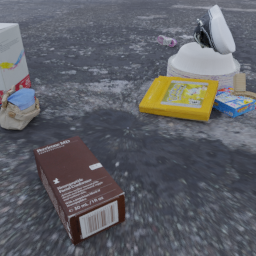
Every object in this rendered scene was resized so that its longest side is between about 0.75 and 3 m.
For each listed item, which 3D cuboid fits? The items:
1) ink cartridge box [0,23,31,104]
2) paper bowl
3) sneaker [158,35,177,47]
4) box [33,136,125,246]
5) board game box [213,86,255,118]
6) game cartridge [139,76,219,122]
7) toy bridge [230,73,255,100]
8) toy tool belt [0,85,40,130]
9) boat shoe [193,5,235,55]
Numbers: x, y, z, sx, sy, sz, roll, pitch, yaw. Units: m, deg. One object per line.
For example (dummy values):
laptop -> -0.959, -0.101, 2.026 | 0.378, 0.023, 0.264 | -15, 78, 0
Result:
ink cartridge box -> -4.797, -2.321, 9.864 | 1.777, 2.445, 1.769 | 5, 32, 8
paper bowl -> 2.966, -2.463, 11.075 | 2.782, 1.447, 2.782 | 1, 33, -1
sneaker -> 2.270, -4.953, 16.004 | 1.264, 0.508, 0.559 | 30, 36, 33
box -> -1.079, 1.145, 5.873 | 1.139, 0.852, 2.274 | -18, 35, -26
board game box -> 3.555, -0.928, 9.613 | 1.257, 0.359, 1.283 | -19, 37, -27
game cartridge -> 1.750, -1.088, 9.464 | 2.264, 0.367, 1.996 | 10, 44, 20
toy bridge -> 3.612, -0.788, 6.143 | 2.618, 0.880, 0.356 | -1, -3, 10
toy tool belt -> -3.322, -0.827, 8.718 | 1.154, 1.136, 1.849 | 4, 32, 6
boat shoe -> 2.487, -2.856, 8.477 | 0.994, 1.051, 2.931 | -27, 30, 28
